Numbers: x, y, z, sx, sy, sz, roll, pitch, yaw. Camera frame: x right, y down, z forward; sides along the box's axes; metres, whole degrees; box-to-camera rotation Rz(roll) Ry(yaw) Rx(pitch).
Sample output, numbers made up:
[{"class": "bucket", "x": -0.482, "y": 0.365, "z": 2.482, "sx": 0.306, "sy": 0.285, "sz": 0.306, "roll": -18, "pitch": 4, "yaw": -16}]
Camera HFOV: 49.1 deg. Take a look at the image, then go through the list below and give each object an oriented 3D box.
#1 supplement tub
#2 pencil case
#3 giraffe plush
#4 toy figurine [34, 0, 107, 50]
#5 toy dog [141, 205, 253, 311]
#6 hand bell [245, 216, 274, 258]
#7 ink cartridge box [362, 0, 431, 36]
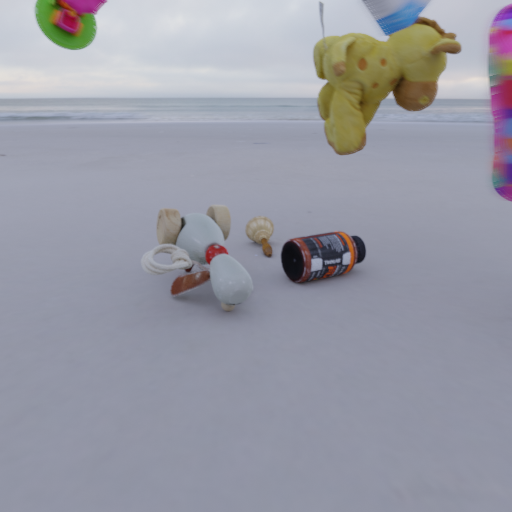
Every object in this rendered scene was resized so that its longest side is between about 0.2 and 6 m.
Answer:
[{"class": "supplement tub", "x": 0.998, "y": -0.011, "z": 8.048, "sx": 1.200, "sy": 0.642, "sz": 0.642, "roll": -10, "pitch": 19, "yaw": -30}, {"class": "pencil case", "x": 3.085, "y": -1.616, "z": 6.104, "sx": 1.089, "sy": 2.464, "sz": 1.089, "roll": -11, "pitch": 54, "yaw": 15}, {"class": "giraffe plush", "x": 2.086, "y": -2.992, "z": 9.045, "sx": 2.034, "sy": 2.509, "sz": 2.165, "roll": -9, "pitch": 52, "yaw": 1}, {"class": "toy figurine", "x": -2.618, "y": -3.936, "z": 8.411, "sx": 0.974, "sy": 1.298, "sz": 1.194, "roll": 22, "pitch": -19, "yaw": -33}, {"class": "toy dog", "x": -0.720, "y": 0.126, "z": 7.514, "sx": 1.434, "sy": 1.047, "sz": 2.174, "roll": 6, "pitch": 29, "yaw": -4}, {"class": "hand bell", "x": 0.134, "y": -0.231, "z": 9.405, "sx": 0.511, "sy": 0.511, "sz": 0.982, "roll": -3, "pitch": 30, "yaw": -9}, {"class": "ink cartridge box", "x": 1.243, "y": -2.761, "z": 5.407, "sx": 0.592, "sy": 1.020, "sz": 0.346, "roll": -52, "pitch": 25, "yaw": -16}]
